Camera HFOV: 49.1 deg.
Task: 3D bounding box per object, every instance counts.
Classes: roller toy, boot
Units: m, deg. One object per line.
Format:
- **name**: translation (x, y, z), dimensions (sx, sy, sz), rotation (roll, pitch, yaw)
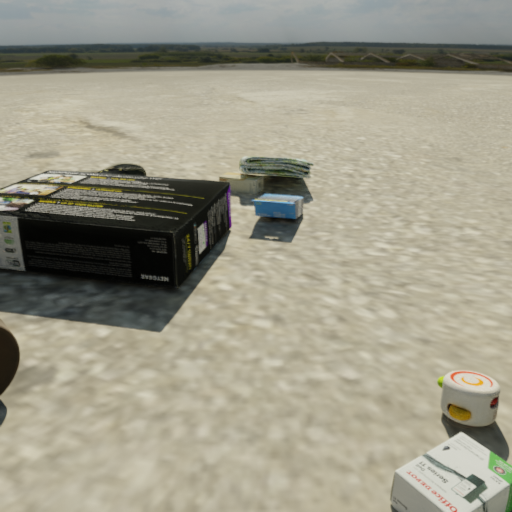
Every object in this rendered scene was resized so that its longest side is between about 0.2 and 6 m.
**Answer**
- **roller toy**: translation (2.254, 1.515, 5.907), dimensions (0.571, 0.437, 0.626), rotation (2, 13, -2)
- **boot**: translation (-3.194, -1.597, 13.065), dimensions (1.958, 0.707, 1.479), rotation (-15, 33, -37)

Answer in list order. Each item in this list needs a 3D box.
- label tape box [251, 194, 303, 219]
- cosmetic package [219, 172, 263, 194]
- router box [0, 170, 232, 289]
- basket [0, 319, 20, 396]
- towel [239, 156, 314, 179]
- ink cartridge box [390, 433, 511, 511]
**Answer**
- **label tape box**: translation (0.450, -1.014, 11.731), dimensions (0.886, 0.389, 1.228), rotation (6, 14, 14)
- **cosmetic package**: translation (-0.370, -1.811, 13.892), dimensions (1.011, 0.359, 0.532), rotation (9, 24, 20)
- **router box**: translation (-2.803, -0.658, 10.230), dimensions (4.110, 1.049, 3.065), rotation (6, 23, 13)
- **basket**: translation (-3.667, 0.895, 6.387), dimensions (1.923, 1.307, 1.733), rotation (23, 22, 35)
- **towel**: translation (0.471, -2.300, 14.342), dimensions (1.757, 0.494, 2.053), rotation (4, 9, -4)
- **ink cartridge box**: translation (1.715, 2.003, 4.812), dimensions (0.919, 0.382, 0.673), rotation (-15, 27, -31)
